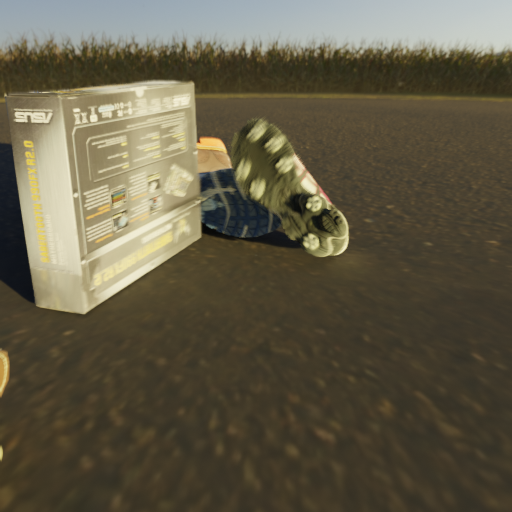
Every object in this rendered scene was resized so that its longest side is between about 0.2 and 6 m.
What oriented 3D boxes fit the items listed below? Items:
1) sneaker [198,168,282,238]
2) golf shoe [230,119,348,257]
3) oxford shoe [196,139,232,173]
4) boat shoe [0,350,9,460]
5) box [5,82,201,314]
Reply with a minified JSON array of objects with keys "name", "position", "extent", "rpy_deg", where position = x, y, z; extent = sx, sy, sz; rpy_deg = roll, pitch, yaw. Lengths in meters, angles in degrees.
[{"name":"sneaker","position":[-0.763,-1.245,11.388],"extent":[3.466,1.335,1.476],"rpy_deg":[7,19,22]},{"name":"golf shoe","position":[0.565,-1.123,9.939],"extent":[1.115,2.889,1.273],"rpy_deg":[-38,-17,12]},{"name":"oxford shoe","position":[-1.747,-2.045,13.127],"extent":[3.172,1.131,1.156],"rpy_deg":[-16,70,-42]},{"name":"boat shoe","position":[-2.467,1.690,4.264],"extent":[0.977,1.001,2.647],"rpy_deg":[6,29,0]},{"name":"box","position":[-2.123,-1.188,8.967],"extent":[0.903,2.960,3.738],"rpy_deg":[8,22,19]}]
